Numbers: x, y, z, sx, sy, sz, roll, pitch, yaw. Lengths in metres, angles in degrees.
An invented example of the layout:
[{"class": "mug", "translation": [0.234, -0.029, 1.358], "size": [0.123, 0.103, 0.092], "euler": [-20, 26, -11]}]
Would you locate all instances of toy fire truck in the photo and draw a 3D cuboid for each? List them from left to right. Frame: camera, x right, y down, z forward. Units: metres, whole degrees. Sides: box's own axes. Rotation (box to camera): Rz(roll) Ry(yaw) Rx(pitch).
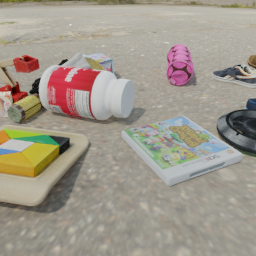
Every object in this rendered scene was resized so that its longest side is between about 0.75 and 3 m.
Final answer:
[{"class": "toy fire truck", "translation": [-4.199, -1.642, 9.650], "size": [2.505, 1.766, 0.611], "euler": [9, 30, 17]}]

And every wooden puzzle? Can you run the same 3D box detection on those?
[{"class": "wooden puzzle", "translation": [-2.569, 0.579, 6.465], "size": [2.663, 0.536, 2.879], "euler": [7, 22, 8]}]

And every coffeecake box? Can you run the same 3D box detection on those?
[{"class": "coffeecake box", "translation": [-4.249, -0.732, 9.028], "size": [0.994, 0.763, 0.363], "euler": [-7, 29, -12]}]

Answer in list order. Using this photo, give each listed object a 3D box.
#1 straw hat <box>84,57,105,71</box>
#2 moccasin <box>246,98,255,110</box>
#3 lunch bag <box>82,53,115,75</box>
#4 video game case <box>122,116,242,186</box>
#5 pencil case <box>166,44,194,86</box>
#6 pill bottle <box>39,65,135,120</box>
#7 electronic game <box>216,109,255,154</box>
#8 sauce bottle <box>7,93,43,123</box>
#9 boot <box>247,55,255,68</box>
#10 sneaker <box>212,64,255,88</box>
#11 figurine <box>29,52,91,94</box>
[{"class": "straw hat", "translation": [-1.762, -1.901, 11.120], "size": [1.806, 1.806, 0.764], "euler": [-21, -7, -34]}, {"class": "moccasin", "translation": [5.282, -0.793, 8.940], "size": [2.780, 0.948, 1.119], "euler": [6, 29, 12]}, {"class": "lunch bag", "translation": [-1.608, -2.674, 12.340], "size": [1.678, 1.067, 1.423], "euler": [-17, 32, -18]}, {"class": "video game case", "translation": [1.314, 0.444, 7.378], "size": [2.186, 0.265, 2.401], "euler": [-13, 31, -23]}, {"class": "pencil case", "translation": [2.248, -2.791, 12.464], "size": [1.230, 1.270, 2.710], "euler": [44, 26, -14]}, {"class": "pill bottle", "translation": [-1.260, -1.096, 8.887], "size": [2.744, 1.540, 1.540], "euler": [10, 30, 19]}, {"class": "electronic game", "translation": [3.636, 0.085, 7.811], "size": [2.258, 0.470, 2.258], "euler": [1, 30, -1]}, {"class": "sauce bottle", "translation": [-3.194, -0.781, 9.319], "size": [0.601, 0.601, 1.856], "euler": [9, 26, 16]}, {"class": "boot", "translation": [6.584, -3.402, 13.868], "size": [0.853, 0.874, 2.318], "euler": [1, 27, 5]}, {"class": "sneaker", "translation": [4.606, -2.353, 12.006], "size": [2.046, 0.813, 0.803], "euler": [23, 37, 38]}, {"class": "figurine", "translation": [-2.621, -1.895, 10.510], "size": [1.970, 0.869, 2.019], "euler": [-41, 22, -28]}]
